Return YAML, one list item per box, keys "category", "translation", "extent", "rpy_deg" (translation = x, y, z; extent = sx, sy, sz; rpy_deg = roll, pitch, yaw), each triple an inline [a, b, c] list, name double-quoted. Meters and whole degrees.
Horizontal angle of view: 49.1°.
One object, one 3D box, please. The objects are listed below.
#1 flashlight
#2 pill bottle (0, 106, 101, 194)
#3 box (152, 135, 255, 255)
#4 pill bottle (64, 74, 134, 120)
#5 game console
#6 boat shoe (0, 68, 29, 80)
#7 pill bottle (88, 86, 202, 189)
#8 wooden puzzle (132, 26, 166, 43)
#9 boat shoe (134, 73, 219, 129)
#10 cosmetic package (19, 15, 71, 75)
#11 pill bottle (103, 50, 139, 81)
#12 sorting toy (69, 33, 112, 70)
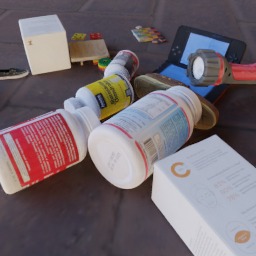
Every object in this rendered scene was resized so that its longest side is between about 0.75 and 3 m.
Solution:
- category: "flashlight"
  translation: [3.005, -1.597, 7.563]
  extent: [2.884, 0.980, 0.976]
  rpy_deg: [-4, 21, -20]
- category: "pill bottle"
  translation: [-1.640, 0.339, 5.737]
  extent: [2.158, 1.212, 1.212]
  rpy_deg: [-24, 47, -25]
- category: "box"
  translation: [1.607, 1.390, 4.615]
  extent: [1.417, 1.110, 2.278]
  rpy_deg: [-21, 46, -22]
- category: "pill bottle"
  translation: [-0.730, -0.703, 7.122]
  extent: [1.649, 0.923, 0.923]
  rpy_deg: [-29, 49, -29]
- category: "game console"
  translation: [1.969, -1.942, 8.269]
  extent: [2.251, 1.940, 1.336]
  rpy_deg: [28, 20, 27]
- category: "boat shoe"
  translation: [-3.648, -1.739, 8.779]
  extent: [0.990, 0.280, 0.340]
  rpy_deg: [-12, 43, -13]
- category: "pill bottle"
  translation: [0.488, 0.047, 5.900]
  extent: [1.360, 1.360, 2.502]
  rpy_deg: [30, 46, 30]
- category: "wooden puzzle"
  translation: [0.758, -3.717, 11.138]
  extent: [0.976, 0.116, 1.645]
  rpy_deg: [-12, 43, -13]
- category: "boat shoe"
  translation: [1.304, -0.858, 7.307]
  extent: [0.862, 0.918, 2.551]
  rpy_deg: [-33, 49, -29]
- category: "cosmetic package"
  translation: [-2.717, -2.756, 9.167]
  extent: [1.292, 1.284, 1.544]
  rpy_deg: [-14, 43, -15]
- category: "pill bottle"
  translation: [-0.230, -1.676, 8.339]
  extent: [0.777, 0.777, 1.403]
  rpy_deg: [13, 44, 14]
- category: "sorting toy"
  translation: [-1.353, -2.577, 9.609]
  extent: [1.231, 0.432, 2.552]
  rpy_deg: [-9, 43, -9]
